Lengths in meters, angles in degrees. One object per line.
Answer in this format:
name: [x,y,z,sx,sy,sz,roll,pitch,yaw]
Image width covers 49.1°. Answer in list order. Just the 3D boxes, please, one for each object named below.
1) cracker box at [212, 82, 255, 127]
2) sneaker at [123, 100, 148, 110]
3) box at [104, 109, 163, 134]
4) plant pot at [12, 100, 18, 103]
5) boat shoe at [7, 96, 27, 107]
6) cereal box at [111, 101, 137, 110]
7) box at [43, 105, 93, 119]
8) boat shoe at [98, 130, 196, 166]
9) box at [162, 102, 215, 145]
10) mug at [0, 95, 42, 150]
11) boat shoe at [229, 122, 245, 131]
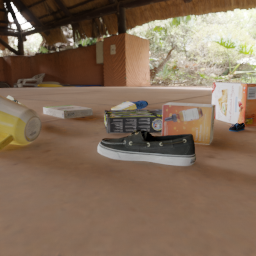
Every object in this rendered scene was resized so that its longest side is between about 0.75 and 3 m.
cracker box: [4.520,-1.091,11.994,0.726,1.687,2.518,-3,11,-13]
sneaker: [0.433,-1.261,16.177,1.619,0.534,0.635,-4,18,-15]
box: [0.459,-0.300,10.760,2.694,0.596,2.159,-2,11,-7]
plant pot: [-4.405,-0.287,9.351,1.201,1.200,1.699,-6,7,-30]
boat shoe: [-4.651,-0.619,11.741,2.892,0.865,1.034,23,-20,49]
cereal box: [-0.240,-1.024,14.598,1.050,0.288,1.459,-23,16,-9]
box: [-3.093,-0.856,14.290,1.625,0.409,2.252,-9,15,-40]
boat shoe: [0.409,0.394,6.790,2.475,0.701,0.849,4,12,22]
box: [1.859,-0.175,8.644,1.480,1.127,0.787,4,12,22]
mug: [-3.394,0.021,8.086,1.431,1.743,1.396,14,-18,16]
boat shoe: [3.970,-0.055,10.265,0.866,0.297,0.364,-10,15,-43]
